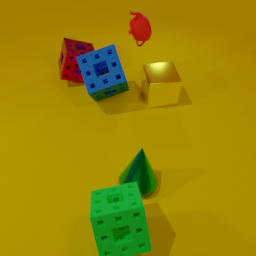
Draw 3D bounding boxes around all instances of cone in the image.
[{"bbox_3d":[0.299,0.899,6.827,1.003,1.006,1.003,3,30,-2],"label":"cone"}]

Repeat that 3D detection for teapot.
[{"bbox_3d":[0.313,-2.971,8.315,0.626,1.278,0.795,-21,51,-5],"label":"teapot"}]

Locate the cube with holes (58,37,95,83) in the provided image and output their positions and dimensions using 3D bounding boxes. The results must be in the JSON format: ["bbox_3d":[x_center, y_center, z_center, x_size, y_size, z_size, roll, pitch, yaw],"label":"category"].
[{"bbox_3d":[-1.814,-2.383,9.959,1.062,1.062,1.062,5,42,-25],"label":"cube with holes"}]

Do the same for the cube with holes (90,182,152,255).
[{"bbox_3d":[-0.164,1.831,5.603,0.994,0.994,0.994,-11,16,-3],"label":"cube with holes"}]

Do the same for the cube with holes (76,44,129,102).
[{"bbox_3d":[-0.750,-1.693,8.882,1.208,1.208,1.208,-19,83,2],"label":"cube with holes"}]

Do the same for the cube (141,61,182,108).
[{"bbox_3d":[1.059,-1.421,9.201,1.036,1.036,1.036,-8,50,-7],"label":"cube"}]
